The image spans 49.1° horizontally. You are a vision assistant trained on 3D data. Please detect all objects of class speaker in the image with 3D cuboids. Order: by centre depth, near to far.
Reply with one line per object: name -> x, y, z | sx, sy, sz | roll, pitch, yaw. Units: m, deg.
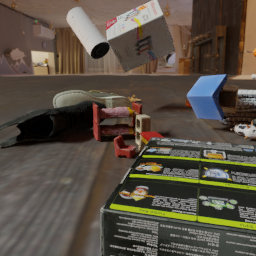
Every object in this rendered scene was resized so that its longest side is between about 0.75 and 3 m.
speaker -> -1.587, -3.741, 11.036 | 0.875, 0.875, 2.156 | -12, 60, -42

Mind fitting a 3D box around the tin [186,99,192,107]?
tin -> 3.395, -1.169, 12.970 | 1.655, 0.346, 0.927 | -9, 12, -34

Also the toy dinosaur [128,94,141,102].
toy dinosaur -> 0.313, -1.434, 14.254 | 1.165, 0.352, 0.619 | -1, 32, 29

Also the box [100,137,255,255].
box -> 1.466, 0.849, 3.696 | 2.928, 0.696, 2.828 | 4, 16, 14

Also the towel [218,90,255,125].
towel -> 4.290, -0.699, 9.425 | 2.558, 1.095, 2.118 | 4, 12, 24

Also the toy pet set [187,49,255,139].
toy pet set -> 2.947, -1.007, 7.552 | 1.343, 2.529, 2.361 | 2, 4, -38

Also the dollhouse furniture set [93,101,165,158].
dollhouse furniture set -> -0.064, -0.027, 6.779 | 1.232, 0.931, 2.290 | -4, 14, -16

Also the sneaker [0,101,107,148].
sneaker -> -1.883, -0.131, 7.552 | 2.901, 0.871, 1.513 | -8, 15, -12

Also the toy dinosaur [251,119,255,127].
toy dinosaur -> 4.292, -0.153, 7.687 | 1.561, 0.798, 1.060 | -13, -23, 2

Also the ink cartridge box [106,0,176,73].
ink cartridge box -> 0.492, -3.578, 10.881 | 2.230, 1.613, 1.621 | -20, 43, 13

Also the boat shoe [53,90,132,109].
boat shoe -> -1.312, -0.868, 10.310 | 2.835, 1.013, 0.847 | 2, 12, -19
